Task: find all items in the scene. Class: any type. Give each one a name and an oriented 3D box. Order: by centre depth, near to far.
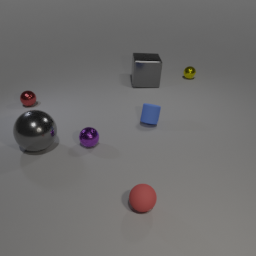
[{"bbox_3d":[0.375,1.762,7.083,0.700,0.700,0.700,0,30,0],"label":"ball"},{"bbox_3d":[-3.088,0.093,9.359,1.400,1.400,1.400,0,30,0],"label":"ball"},{"bbox_3d":[-1.341,0.311,9.662,0.700,0.700,0.700,0,30,0],"label":"ball"},{"bbox_3d":[0.884,-0.560,10.974,0.700,0.700,0.700,10,10,-2],"label":"cylinder"},{"bbox_3d":[-4.455,-1.325,12.511,0.700,0.700,0.700,0,30,0],"label":"ball"},{"bbox_3d":[0.942,-3.038,14.684,1.400,1.400,1.400,1,32,-4],"label":"cube"},{"bbox_3d":[3.442,-3.088,15.620,0.700,0.700,0.700,0,30,0],"label":"ball"}]
